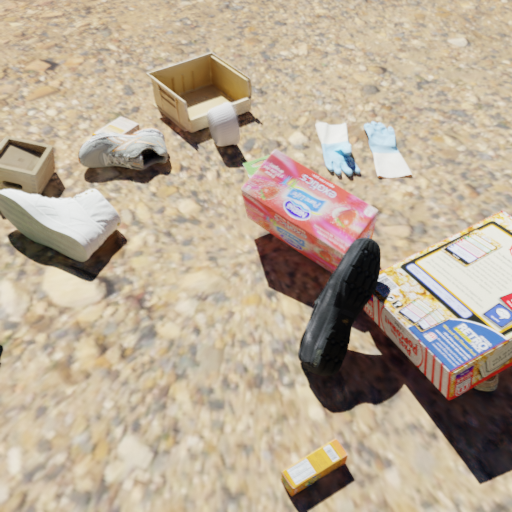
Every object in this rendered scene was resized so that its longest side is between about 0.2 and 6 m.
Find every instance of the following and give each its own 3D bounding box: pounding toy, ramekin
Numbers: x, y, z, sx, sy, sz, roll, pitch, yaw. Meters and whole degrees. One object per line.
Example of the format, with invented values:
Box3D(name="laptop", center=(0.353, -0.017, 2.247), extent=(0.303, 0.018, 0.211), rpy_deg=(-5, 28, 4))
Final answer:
Box3D(name="pounding toy", center=(-5.537, -2.043, 13.005), extent=(1.428, 1.015, 1.315), rpy_deg=(12, 46, -3))
Box3D(name="ramekin", center=(-0.838, -3.249, 14.023), extent=(0.555, 1.058, 1.058), rpy_deg=(-18, 47, -10))

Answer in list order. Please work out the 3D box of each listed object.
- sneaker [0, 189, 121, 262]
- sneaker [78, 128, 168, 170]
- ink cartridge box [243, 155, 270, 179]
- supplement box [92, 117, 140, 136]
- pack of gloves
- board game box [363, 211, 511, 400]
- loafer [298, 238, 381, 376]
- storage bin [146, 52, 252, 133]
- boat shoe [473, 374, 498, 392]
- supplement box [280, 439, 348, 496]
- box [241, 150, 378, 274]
Box3D(name="sneaker", center=(-4.104, -0.940, 11.873), extent=(2.536, 0.934, 1.465), rpy_deg=(28, 49, 13))
Box3D(name="sneaker", center=(-3.145, -2.437, 13.411), extent=(2.147, 0.813, 0.987), rpy_deg=(-16, 51, -14))
Box3D(name="ink cartridge box", center=(0.342, -1.588, 12.665), extent=(0.831, 0.475, 1.601), rpy_deg=(-20, 48, -6))
Box3D(name="supplement box", center=(-3.557, -3.085, 14.306), extent=(0.660, 0.385, 1.047), rpy_deg=(26, 51, 24))
Box3D(name="pack of gloves", center=(2.646, -2.827, 14.002), extent=(2.009, 0.472, 2.391), rpy_deg=(-3, 45, -2))
Box3D(name="board game box", center=(3.752, 0.667, 9.451), extent=(3.199, 0.741, 2.423), rpy_deg=(-24, 42, -12))
Box3D(name="loafer", center=(1.341, 0.797, 9.408), extent=(0.852, 0.824, 2.428), rpy_deg=(18, 84, 57))
Box3D(name="storage bin", center=(-1.507, -4.446, 15.253), extent=(2.088, 0.979, 2.073), rpy_deg=(-27, 51, -25))
Box3D(name="boat shoe", center=(3.761, 1.414, 9.631), extent=(0.683, 0.615, 1.892), rpy_deg=(6, 44, 2))
Box3D(name="supplement box", center=(0.845, 3.086, 8.183), extent=(0.987, 0.328, 0.340), rpy_deg=(-22, 51, -20))
Box3D(name="box", center=(1.023, -0.818, 11.038), extent=(2.441, 1.253, 1.156), rpy_deg=(34, 74, 18))
